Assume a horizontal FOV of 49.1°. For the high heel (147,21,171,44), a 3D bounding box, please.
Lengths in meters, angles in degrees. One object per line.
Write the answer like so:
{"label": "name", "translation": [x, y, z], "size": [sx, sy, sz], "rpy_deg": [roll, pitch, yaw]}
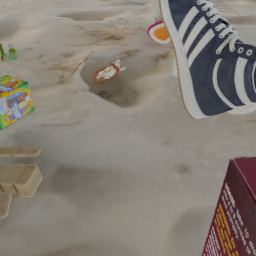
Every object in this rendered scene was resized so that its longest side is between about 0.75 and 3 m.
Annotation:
{"label": "high heel", "translation": [1.543, -4.486, 12.276], "size": [2.887, 0.972, 1.385], "rpy_deg": [-25, 53, -37]}

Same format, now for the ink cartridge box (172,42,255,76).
{"label": "ink cartridge box", "translation": [2.963, -2.193, 9.020], "size": [2.644, 1.098, 1.938], "rpy_deg": [14, 29, 19]}

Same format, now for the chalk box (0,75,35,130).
{"label": "chalk box", "translation": [-3.368, -0.635, 7.317], "size": [0.912, 0.908, 1.466], "rpy_deg": [21, 41, 26]}

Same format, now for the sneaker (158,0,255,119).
{"label": "sneaker", "translation": [1.488, -1.600, 4.666], "size": [0.970, 2.768, 1.501], "rpy_deg": [-16, 5, -42]}

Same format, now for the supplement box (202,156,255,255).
{"label": "supplement box", "translation": [1.589, 1.681, 2.553], "size": [1.608, 2.914, 1.248], "rpy_deg": [-2, 37, -2]}

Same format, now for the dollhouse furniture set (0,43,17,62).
{"label": "dollhouse furniture set", "translation": [-4.607, -2.914, 10.742], "size": [0.574, 0.440, 0.877], "rpy_deg": [-12, 39, -15]}

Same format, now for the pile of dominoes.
{"label": "pile of dominoes", "translation": [-3.010, 1.100, 5.636], "size": [2.422, 0.386, 1.888], "rpy_deg": [-1, 35, 11]}

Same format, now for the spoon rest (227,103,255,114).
{"label": "spoon rest", "translation": [3.632, -0.956, 8.129], "size": [2.171, 0.658, 1.079], "rpy_deg": [-25, 40, -10]}

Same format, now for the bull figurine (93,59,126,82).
{"label": "bull figurine", "translation": [-0.566, -1.928, 9.351], "size": [1.311, 0.427, 0.796], "rpy_deg": [-41, 20, -33]}
